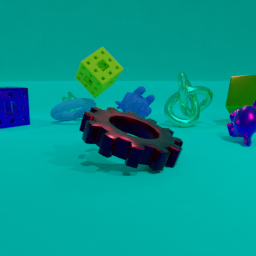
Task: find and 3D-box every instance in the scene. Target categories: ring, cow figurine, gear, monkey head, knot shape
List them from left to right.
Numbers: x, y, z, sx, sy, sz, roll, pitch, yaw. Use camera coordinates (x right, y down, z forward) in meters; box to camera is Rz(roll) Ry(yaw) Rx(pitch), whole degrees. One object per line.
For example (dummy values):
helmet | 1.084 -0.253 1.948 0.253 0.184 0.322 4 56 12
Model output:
cow figurine | -2.151 -0.910 10.795 1.045 0.583 1.062 56 10 35
ring | -1.861 -0.623 9.619 1.585 0.317 1.585 -15 -11 -3
gear | 0.072 0.132 5.271 1.909 0.353 1.909 17 19 -6
cow figurine | 0.173 -0.765 10.297 1.700 0.949 1.728 -36 26 36
knot shape | 1.871 -0.787 8.985 1.777 1.663 0.821 42 -18 -30
monkey head | 2.941 -0.072 6.813 0.924 1.284 0.774 31 -19 -23

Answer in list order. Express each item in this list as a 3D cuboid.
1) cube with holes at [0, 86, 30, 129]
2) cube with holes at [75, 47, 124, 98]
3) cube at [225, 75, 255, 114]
cube with holes | -4.084 -0.697 9.083 1.227 1.227 1.227 9 14 40
cube with holes | -0.938 -1.764 9.007 0.970 0.970 0.970 -44 0 -29
cube | 3.966 -0.921 9.074 1.157 1.157 1.157 2 -24 37
